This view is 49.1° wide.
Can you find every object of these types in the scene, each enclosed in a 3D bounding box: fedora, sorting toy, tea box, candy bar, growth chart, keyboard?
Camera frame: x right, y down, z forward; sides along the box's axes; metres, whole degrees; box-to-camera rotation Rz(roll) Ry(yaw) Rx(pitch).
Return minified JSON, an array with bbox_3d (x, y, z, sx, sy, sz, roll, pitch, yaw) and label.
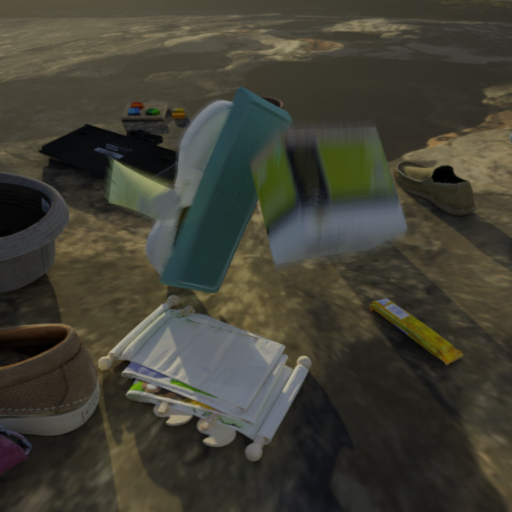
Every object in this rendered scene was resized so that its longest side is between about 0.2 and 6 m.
[{"bbox_3d":[-4.171,-0.278,8.580,2.710,1.224,2.397,9,35,8],"label":"fedora"},{"bbox_3d":[-2.791,-4.010,15.401,1.691,0.226,1.260,-1,32,-1],"label":"sorting toy"},{"bbox_3d":[0.857,-0.754,6.891,1.411,0.943,1.388,-7,77,-25],"label":"tea box"},{"bbox_3d":[2.122,0.979,7.593,0.367,0.163,1.471,-16,35,-30],"label":"candy bar"},{"bbox_3d":[-0.659,1.373,6.910,2.606,0.231,1.886,20,38,28],"label":"growth chart"},{"bbox_3d":[-3.019,-2.278,12.526,3.438,0.441,2.064,22,45,30],"label":"keyboard"}]

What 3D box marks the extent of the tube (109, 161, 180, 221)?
[{"bbox_3d":[-1.447,-0.779,6.820,0.425,0.381,1.466,-49,40,-15],"label":"tube"}]

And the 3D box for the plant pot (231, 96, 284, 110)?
[{"bbox_3d":[-0.002,-2.998,12.988,1.258,1.098,1.258,1,33,-1],"label":"plant pot"}]

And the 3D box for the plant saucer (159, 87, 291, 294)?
[{"bbox_3d":[-0.375,-0.780,7.695,0.994,2.845,0.270,15,12,-43],"label":"plant saucer"}]

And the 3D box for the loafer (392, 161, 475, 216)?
[{"bbox_3d":[3.508,-1.489,10.987,0.779,0.690,2.048,-18,36,-26],"label":"loafer"}]

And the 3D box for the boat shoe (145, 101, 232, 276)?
[{"bbox_3d":[-0.770,-0.834,8.147,0.991,2.795,0.976,18,17,-35],"label":"boat shoe"}]

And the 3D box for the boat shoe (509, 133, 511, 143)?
[{"bbox_3d":[6.817,-3.044,13.486,1.853,0.646,0.660,-24,43,-27],"label":"boat shoe"}]

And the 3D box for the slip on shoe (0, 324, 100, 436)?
[{"bbox_3d":[-3.567,1.299,6.231,3.523,1.067,1.339,2,32,4],"label":"slip on shoe"}]

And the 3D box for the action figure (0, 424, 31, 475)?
[{"bbox_3d":[-2.796,2.128,5.429,1.083,0.725,0.806,-51,9,-21],"label":"action figure"}]
